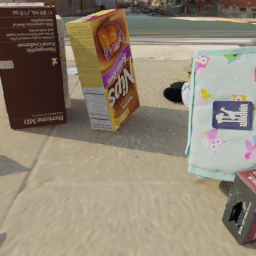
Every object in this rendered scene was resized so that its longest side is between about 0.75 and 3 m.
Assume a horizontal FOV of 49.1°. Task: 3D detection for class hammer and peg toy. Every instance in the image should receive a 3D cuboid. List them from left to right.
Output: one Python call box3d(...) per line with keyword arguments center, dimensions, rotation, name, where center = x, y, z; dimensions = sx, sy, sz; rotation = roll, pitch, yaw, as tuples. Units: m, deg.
box3d(center=(2.815, -1.942, 9.814), dimensions=(2.521, 0.889, 1.854), rotation=(-5, 24, -34), name="hammer and peg toy")

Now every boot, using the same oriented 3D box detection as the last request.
box3d(center=(1.670, -1.258, 9.299), dimensions=(1.312, 0.485, 1.075), rotation=(2, 27, -12), name="boot")

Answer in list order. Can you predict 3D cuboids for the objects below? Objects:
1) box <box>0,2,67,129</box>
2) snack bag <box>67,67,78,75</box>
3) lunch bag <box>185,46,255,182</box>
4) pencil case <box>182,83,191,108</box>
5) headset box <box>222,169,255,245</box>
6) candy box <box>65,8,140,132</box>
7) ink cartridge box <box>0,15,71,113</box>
box3d(center=(-2.426, -1.534, 7.026), dimensions=(1.469, 2.934, 1.099), rotation=(-8, 30, -14), name="box")
box3d(center=(-2.386, -2.517, 12.386), dimensions=(0.794, 0.090, 0.842), rotation=(15, 30, 28), name="snack bag")
box3d(center=(2.301, -0.236, 4.818), dimensions=(2.598, 2.213, 1.584), rotation=(1, 7, -6), name="lunch bag")
box3d(center=(2.570, -1.084, 8.598), dimensions=(1.823, 0.758, 0.827), rotation=(-7, 41, -15), name="pencil case")
box3d(center=(1.959, 1.041, 3.907), dimensions=(1.295, 0.962, 0.486), rotation=(-7, 33, -15), name="headset box")
box3d(center=(-0.485, -1.409, 6.916), dimensions=(0.741, 2.624, 1.531), rotation=(8, 34, 28), name="candy box")
box3d(center=(-2.752, -1.865, 8.122), dimensions=(1.877, 2.576, 1.067), rotation=(-7, 27, -15), name="ink cartridge box")
